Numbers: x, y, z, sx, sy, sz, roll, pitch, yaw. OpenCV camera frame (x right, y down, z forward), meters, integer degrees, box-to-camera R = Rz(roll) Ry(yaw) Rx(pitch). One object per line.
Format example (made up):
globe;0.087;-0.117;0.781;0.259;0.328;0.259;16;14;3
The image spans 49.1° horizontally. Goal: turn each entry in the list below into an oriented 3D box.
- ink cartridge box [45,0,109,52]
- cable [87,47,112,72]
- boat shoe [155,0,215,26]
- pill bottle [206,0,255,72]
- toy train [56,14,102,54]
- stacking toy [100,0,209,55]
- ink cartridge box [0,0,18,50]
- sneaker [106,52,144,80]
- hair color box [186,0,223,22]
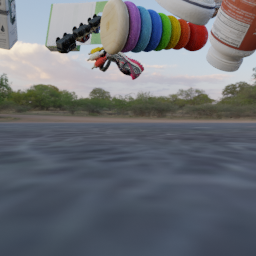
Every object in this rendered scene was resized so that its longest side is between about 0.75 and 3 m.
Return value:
ink cartridge box;-1.722;-3.617;10.007;2.346;1.707;0.563;4;-10;13
cable;-0.767;-3.309;11.894;2.475;1.202;0.623;-30;-23;36
boat shoe;0.742;-1.971;3.405;0.733;0.722;2.068;18;42;-10
pill bottle;2.968;-2.739;7.337;1.347;1.347;2.402;0;-43;-14
toy train;-0.948;-1.987;5.905;0.283;0.381;1.662;21;46;17
stacking toy;0.674;-1.949;5.674;2.336;0.997;0.997;-4;3;-25
ink cartridge box;-3.746;-3.155;7.446;1.314;1.801;0.757;8;39;-5
sneaker;-0.170;-1.979;8.629;1.358;0.507;0.547;33;-11;24
hair color box;2.611;-4.116;9.387;1.119;0.677;2.238;-8;11;2
